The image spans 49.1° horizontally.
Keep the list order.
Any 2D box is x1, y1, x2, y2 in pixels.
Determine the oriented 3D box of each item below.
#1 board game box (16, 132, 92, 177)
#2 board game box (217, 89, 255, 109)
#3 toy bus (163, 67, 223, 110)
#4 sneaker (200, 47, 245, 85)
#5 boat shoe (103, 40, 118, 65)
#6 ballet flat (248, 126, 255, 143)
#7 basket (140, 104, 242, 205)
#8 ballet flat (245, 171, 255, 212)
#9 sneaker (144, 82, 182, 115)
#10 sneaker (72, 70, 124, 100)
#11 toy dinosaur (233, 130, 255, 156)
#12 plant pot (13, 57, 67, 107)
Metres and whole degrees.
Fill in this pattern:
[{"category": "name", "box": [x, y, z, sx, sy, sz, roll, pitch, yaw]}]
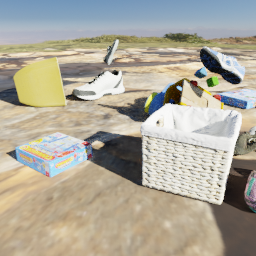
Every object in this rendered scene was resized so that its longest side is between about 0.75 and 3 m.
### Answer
[{"category": "board game box", "box": [-1.783, 0.591, 6.808, 1.314, 0.367, 1.286, 15, 25, 34]}, {"category": "board game box", "box": [4.935, -1.256, 11.724, 1.947, 0.356, 1.472, -13, 24, -31]}, {"category": "toy bus", "box": [2.142, -0.647, 8.955, 2.022, 2.143, 1.107, -26, 2, -36]}, {"category": "sneaker", "box": [2.596, -1.776, 7.733, 1.404, 0.532, 0.541, 38, 66, -1]}, {"category": "boat shoe", "box": [-0.635, -2.736, 9.997, 0.298, 0.987, 0.373, 30, 32, 3]}, {"category": "ballet flat", "box": [4.030, 0.436, 6.987, 2.113, 0.734, 0.734, 12, 23, 39]}, {"category": "basket", "box": [1.328, 0.417, 5.809, 1.743, 1.401, 1.727, 8, 22, 23]}, {"category": "ballet flat", "box": [3.344, 0.958, 5.072, 2.560, 0.911, 0.885, -4, 21, -11]}, {"category": "sneaker", "box": [1.631, -0.949, 10.328, 1.131, 0.951, 2.886, 24, 27, 18]}, {"category": "sneaker", "box": [-1.341, -1.971, 12.590, 1.044, 1.133, 2.833, 19, 30, 38]}, {"category": "toy dinosaur", "box": [2.747, 0.349, 7.185, 1.858, 0.715, 0.950, 31, 70, 36]}, {"category": "plant pot", "box": [-3.589, -1.780, 11.399, 1.794, 1.754, 1.743, -12, 23, -11]}]
